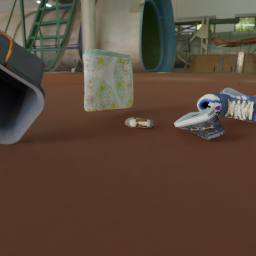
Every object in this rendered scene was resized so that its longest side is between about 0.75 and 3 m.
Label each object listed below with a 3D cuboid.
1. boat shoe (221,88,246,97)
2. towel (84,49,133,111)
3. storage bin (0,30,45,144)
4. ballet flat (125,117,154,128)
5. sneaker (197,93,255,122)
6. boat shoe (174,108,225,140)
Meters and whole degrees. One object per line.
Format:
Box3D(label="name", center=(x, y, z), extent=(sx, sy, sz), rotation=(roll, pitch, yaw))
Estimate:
Box3D(label="boat shoe", center=(3.423, -0.596, 8.471), extent=(1.627, 0.601, 0.694), rotation=(26, -16, -2))
Box3D(label="towel", center=(-0.569, -1.512, 9.066), extent=(0.520, 1.850, 2.161), rotation=(4, 8, 37))
Box3D(label="storage bin", center=(-3.062, -1.371, 5.957), extent=(2.781, 2.024, 1.868), rotation=(33, 28, -26))
Box3D(label="ballet flat", center=(0.294, -0.146, 7.620), extent=(0.817, 0.294, 0.294), rotation=(3, 14, 13))
Box3D(label="sneaker", center=(2.684, -0.478, 7.233), extent=(1.313, 0.722, 1.793), rotation=(-15, 26, -40))
Box3D(label="boat shoe", center=(1.645, -0.025, 6.631), extent=(0.493, 0.633, 1.394), rotation=(-36, 8, -21))
